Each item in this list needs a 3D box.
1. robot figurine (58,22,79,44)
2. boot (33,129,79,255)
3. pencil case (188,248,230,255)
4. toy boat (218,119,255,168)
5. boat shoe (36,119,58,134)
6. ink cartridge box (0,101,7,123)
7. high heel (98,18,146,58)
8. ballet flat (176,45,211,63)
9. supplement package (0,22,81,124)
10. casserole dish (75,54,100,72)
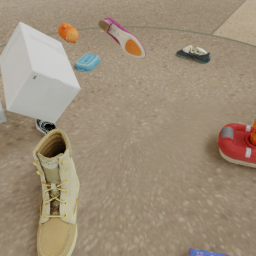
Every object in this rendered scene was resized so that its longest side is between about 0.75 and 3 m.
[{"bbox_3d":[-2.466,-3.904,11.543,0.642,0.792,1.101,-15,44,-38],"label":"robot figurine"},{"bbox_3d":[-1.873,1.686,7.197,1.071,2.286,2.942,0,40,0],"label":"boot"},{"bbox_3d":[1.993,3.248,6.805,1.075,0.420,0.467,8,67,8],"label":"pencil case"},{"bbox_3d":[4.418,0.298,9.312,2.579,1.685,1.683,11,41,13],"label":"toy boat"},{"bbox_3d":[-3.053,-0.069,10.611,0.630,0.583,1.707,-22,45,-24],"label":"boat shoe"},{"bbox_3d":[-5.672,-0.532,11.170,1.372,0.570,1.005,-19,44,-21],"label":"ink cartridge box"},{"bbox_3d":[-0.141,-3.452,10.773,2.170,0.731,1.041,33,26,2],"label":"high heel"},{"bbox_3d":[3.611,-4.154,15.395,2.009,0.734,0.734,25,46,27],"label":"ballet flat"},{"bbox_3d":[-2.912,-1.756,8.966,1.634,1.614,2.695,19,33,-43],"label":"supplement package"},{"bbox_3d":[-2.156,-3.544,14.954,1.033,0.331,1.705,13,43,15],"label":"casserole dish"}]
